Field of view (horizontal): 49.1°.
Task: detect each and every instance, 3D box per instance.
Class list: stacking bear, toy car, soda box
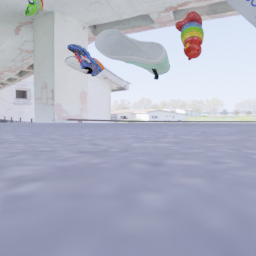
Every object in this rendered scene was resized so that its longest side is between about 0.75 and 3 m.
[{"bbox_3d":[1.897,-2.628,8.307,0.742,1.304,0.792,23,-33,-33],"label":"stacking bear"},{"bbox_3d":[-2.468,-3.510,7.670,0.356,1.502,1.597,21,-42,-22],"label":"toy car"},{"bbox_3d":[3.446,-2.891,6.862,0.831,2.619,0.894,-35,-12,-51],"label":"soda box"}]

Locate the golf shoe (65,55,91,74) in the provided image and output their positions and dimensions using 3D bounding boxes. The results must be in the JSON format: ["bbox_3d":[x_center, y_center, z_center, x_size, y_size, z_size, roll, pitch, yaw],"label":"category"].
[{"bbox_3d":[-1.438,-1.941,8.740,1.078,0.392,0.497,7,35,-41],"label":"golf shoe"}]

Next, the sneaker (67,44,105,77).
[{"bbox_3d":[-1.190,-1.849,7.633,1.151,0.451,0.433,38,-8,-12],"label":"sneaker"}]

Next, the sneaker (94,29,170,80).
[{"bbox_3d":[0.192,-2.641,10.391,2.890,1.063,1.704,23,-3,24],"label":"sneaker"}]
